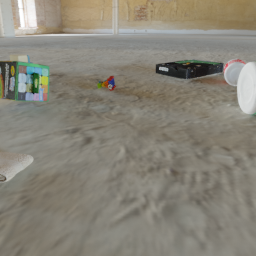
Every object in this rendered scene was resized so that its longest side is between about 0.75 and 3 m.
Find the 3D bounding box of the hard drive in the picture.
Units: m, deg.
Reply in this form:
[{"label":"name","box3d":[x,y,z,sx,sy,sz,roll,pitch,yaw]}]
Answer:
[{"label":"hard drive","box3d":[3.006,-2.883,13.616,2.844,0.538,1.987,-18,28,-37]}]

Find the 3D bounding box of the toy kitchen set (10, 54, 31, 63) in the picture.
[{"label":"toy kitchen set","box3d":[-4.246,-2.452,11.444,2.276,1.341,1.823,16,27,34]}]

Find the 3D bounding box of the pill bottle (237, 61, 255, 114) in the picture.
[{"label":"pill bottle","box3d":[4.652,-1.133,7.927,2.633,1.489,1.489,0,22,-1]}]

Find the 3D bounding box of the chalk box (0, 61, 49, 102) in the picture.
[{"label":"chalk box","box3d":[-3.134,-1.389,8.469,1.834,1.144,1.136,11,10,35]}]

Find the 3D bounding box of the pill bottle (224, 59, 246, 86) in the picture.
[{"label":"pill bottle","box3d":[4.569,-2.407,11.879,0.950,0.950,1.693,6,22,14]}]

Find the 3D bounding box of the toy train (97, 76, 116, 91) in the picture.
[{"label":"toy train","box3d":[-0.883,-1.631,10.655,0.643,0.470,1.111,-7,20,12]}]

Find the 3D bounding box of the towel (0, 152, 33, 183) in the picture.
[{"label":"towel","box3d":[-2.525,0.645,5.021,1.387,0.239,0.919,3,17,10]}]
